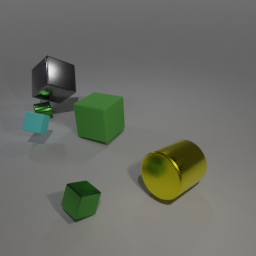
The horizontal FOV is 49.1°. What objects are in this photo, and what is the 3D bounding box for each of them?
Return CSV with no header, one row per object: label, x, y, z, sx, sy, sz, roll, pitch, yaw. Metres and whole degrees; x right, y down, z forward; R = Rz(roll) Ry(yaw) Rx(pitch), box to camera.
cube,-3.418,-0.190,10.446,0.700,0.700,0.700,11,-2,4
cube,-1.080,-0.452,10.944,1.400,1.400,1.400,12,31,26
cylinder,1.336,1.171,8.141,1.400,1.400,1.400,26,30,37
cube,-3.268,-2.073,12.318,1.400,1.400,1.400,11,-25,-43
cylinder,-3.775,-0.777,12.404,0.700,0.700,0.700,-12,32,-20
cube,-1.264,1.918,7.542,0.700,0.700,0.700,28,17,39
